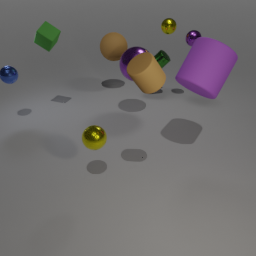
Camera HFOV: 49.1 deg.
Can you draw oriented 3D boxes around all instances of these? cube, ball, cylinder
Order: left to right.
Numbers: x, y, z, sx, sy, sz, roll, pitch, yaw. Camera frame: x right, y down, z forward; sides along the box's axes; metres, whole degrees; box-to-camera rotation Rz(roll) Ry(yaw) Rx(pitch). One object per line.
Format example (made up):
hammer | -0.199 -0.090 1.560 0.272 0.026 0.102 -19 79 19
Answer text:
ball | -4.669 -2.081 10.975 0.700 0.700 0.700 0 29 0
cube | -3.195 -3.618 11.088 0.700 0.700 0.700 32 57 -11
ball | -0.933 0.267 7.772 0.700 0.700 0.700 0 29 0
ball | -0.717 -4.089 14.112 1.400 1.400 1.400 0 29 0
ball | 0.345 -2.606 11.446 1.400 1.400 1.400 0 29 0
cylinder | 0.433 -1.282 6.568 0.700 0.700 0.700 -20 49 24
cylinder | 1.553 -3.250 13.433 0.700 0.700 0.700 32 36 -27
ball | 1.831 -4.565 12.576 0.700 0.700 0.700 0 29 0
ball | 2.897 -3.961 12.383 0.700 0.700 0.700 0 29 0
cylinder | 2.390 -1.817 8.615 1.400 1.400 1.400 28 3 -2
